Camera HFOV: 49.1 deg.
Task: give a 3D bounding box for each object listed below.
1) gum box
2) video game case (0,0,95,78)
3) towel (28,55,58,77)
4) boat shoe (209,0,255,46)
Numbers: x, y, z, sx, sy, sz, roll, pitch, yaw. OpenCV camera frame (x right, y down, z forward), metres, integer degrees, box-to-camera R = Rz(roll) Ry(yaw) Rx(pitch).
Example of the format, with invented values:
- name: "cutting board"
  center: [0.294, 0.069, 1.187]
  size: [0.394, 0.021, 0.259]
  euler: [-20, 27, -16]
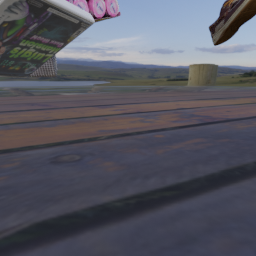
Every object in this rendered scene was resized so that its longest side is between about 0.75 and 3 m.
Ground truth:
- name: "gum box"
  center: [-1.321, -3.600, 8.610]
  size: [1.242, 0.724, 2.189]
  euler: [3, 24, 36]
- name: "video game case"
  center: [-2.441, -2.013, 6.402]
  size: [2.693, 0.346, 2.963]
  euler: [-31, -2, 20]
- name: "towel"
  center: [-3.496, -2.671, 10.856]
  size: [1.333, 1.610, 0.689]
  euler: [0, 55, -3]
- name: "boat shoe"
  center: [2.948, -3.267, 7.951]
  size: [0.854, 0.852, 2.366]
  euler: [-22, -8, -10]
